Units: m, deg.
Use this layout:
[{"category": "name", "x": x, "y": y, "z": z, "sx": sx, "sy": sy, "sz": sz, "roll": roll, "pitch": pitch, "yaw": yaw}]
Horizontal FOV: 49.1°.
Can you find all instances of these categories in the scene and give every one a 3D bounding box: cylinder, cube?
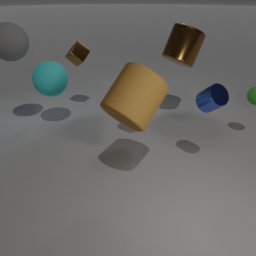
[{"category": "cylinder", "x": 0.176, "y": -0.828, "z": 7.679, "sx": 1.400, "sy": 1.400, "sz": 1.400, "roll": 25, "pitch": 80, "yaw": 40}, {"category": "cylinder", "x": 2.492, "y": -0.878, "z": 8.316, "sx": 0.700, "sy": 0.700, "sz": 0.700, "roll": -13, "pitch": -9, "yaw": -24}, {"category": "cylinder", "x": 2.301, "y": -3.415, "z": 11.650, "sx": 1.400, "sy": 1.400, "sz": 1.400, "roll": 21, "pitch": 11, "yaw": -4}, {"category": "cube", "x": -2.249, "y": -3.296, "z": 12.465, "sx": 0.700, "sy": 0.700, "sz": 0.700, "roll": -6, "pitch": 52, "yaw": 56}]

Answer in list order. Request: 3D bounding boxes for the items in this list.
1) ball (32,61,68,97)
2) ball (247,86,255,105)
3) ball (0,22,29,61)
[{"category": "ball", "x": -3.109, "y": -1.965, "z": 11.227, "sx": 1.400, "sy": 1.400, "sz": 1.400, "roll": 0, "pitch": 27, "yaw": 0}, {"category": "ball", "x": 4.793, "y": -1.199, "z": 10.385, "sx": 0.700, "sy": 0.700, "sz": 0.700, "roll": 0, "pitch": 27, "yaw": 0}, {"category": "ball", "x": -4.398, "y": -3.185, "z": 10.373, "sx": 1.400, "sy": 1.400, "sz": 1.400, "roll": 0, "pitch": 27, "yaw": 0}]
